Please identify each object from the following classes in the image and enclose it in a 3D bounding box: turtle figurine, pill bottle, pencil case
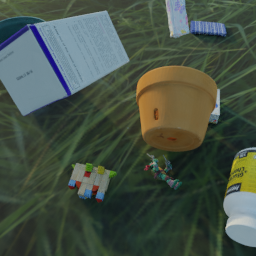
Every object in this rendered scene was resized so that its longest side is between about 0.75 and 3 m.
[{"bbox_3d":[0.810,1.018,6.609,0.977,0.492,0.731,44,20,31],"label":"turtle figurine"},{"bbox_3d":[2.607,1.398,5.839,1.054,1.054,1.883,18,49,16],"label":"pill bottle"},{"bbox_3d":[1.460,-3.497,8.426,0.607,1.461,0.663,-5,21,23],"label":"pencil case"}]

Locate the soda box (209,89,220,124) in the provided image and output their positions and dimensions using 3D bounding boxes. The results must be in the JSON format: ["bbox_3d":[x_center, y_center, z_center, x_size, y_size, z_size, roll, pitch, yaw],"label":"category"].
[{"bbox_3d":[2.462,-0.668,8.232,0.390,0.364,1.145,9,48,8],"label":"soda box"}]

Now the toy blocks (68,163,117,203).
[{"bbox_3d":[-0.890,1.275,6.389,1.101,0.550,0.753,11,60,9],"label":"toy blocks"}]

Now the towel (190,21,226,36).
[{"bbox_3d":[3.309,-4.129,11.625,1.420,0.169,1.028,7,45,4],"label":"towel"}]

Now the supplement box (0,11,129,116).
[{"bbox_3d":[-1.180,-1.379,5.553,1.238,1.265,2.447,-17,18,34],"label":"supplement box"}]

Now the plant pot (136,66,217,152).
[{"bbox_3d":[1.153,-0.325,6.974,2.056,2.056,1.439,6,65,6],"label":"plant pot"}]

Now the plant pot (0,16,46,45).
[{"bbox_3d":[-3.540,-2.668,9.429,1.995,1.337,1.995,0,48,0],"label":"plant pot"}]
